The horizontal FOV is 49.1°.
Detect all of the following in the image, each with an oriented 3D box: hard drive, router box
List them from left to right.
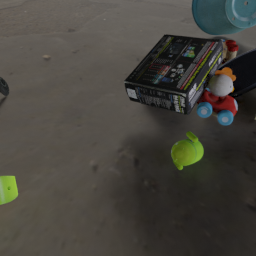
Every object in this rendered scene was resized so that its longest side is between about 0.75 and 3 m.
[{"bbox_3d":[1.320,-1.582,7.743,1.820,0.755,2.429,18,56,32],"label":"router box"},{"bbox_3d":[3.296,-1.578,8.140,1.626,0.344,1.097,-28,77,10],"label":"hard drive"}]

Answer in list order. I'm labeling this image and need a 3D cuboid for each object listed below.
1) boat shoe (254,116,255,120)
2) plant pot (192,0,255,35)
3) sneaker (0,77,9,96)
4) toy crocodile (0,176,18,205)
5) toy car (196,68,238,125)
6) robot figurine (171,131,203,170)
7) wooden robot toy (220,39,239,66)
[{"bbox_3d":[4.180,-0.785,7.858,0.646,0.764,2.144,26,50,22],"label":"boat shoe"},{"bbox_3d":[4.290,-5.066,11.389,2.656,2.656,2.496,-5,23,-7],"label":"plant pot"},{"bbox_3d":[-4.137,-1.412,8.537,0.534,1.176,0.446,-37,16,9],"label":"sneaker"},{"bbox_3d":[-3.169,1.390,4.672,2.626,0.886,0.811,-24,-1,0],"label":"toy crocodile"},{"bbox_3d":[2.495,-0.948,7.395,1.122,1.268,1.169,22,35,8],"label":"toy car"},{"bbox_3d":[1.296,0.519,6.104,0.544,0.825,0.941,36,22,27],"label":"robot figurine"},{"bbox_3d":[3.088,-2.340,9.644,1.220,1.184,2.688,-8,35,11],"label":"wooden robot toy"}]
